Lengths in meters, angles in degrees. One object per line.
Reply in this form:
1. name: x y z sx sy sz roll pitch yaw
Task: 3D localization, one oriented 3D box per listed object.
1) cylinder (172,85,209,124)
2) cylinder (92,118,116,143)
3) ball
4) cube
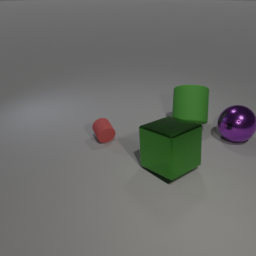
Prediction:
1. cylinder: 2.517 -0.911 11.295 1.400 1.400 1.400 4 -4 0
2. cylinder: -0.916 0.088 10.582 0.700 0.700 0.700 -12 40 -21
3. ball: 4.082 -0.162 10.492 1.400 1.400 1.400 0 28 0
4. cube: 1.333 0.564 8.821 1.400 1.400 1.400 -19 25 -35
